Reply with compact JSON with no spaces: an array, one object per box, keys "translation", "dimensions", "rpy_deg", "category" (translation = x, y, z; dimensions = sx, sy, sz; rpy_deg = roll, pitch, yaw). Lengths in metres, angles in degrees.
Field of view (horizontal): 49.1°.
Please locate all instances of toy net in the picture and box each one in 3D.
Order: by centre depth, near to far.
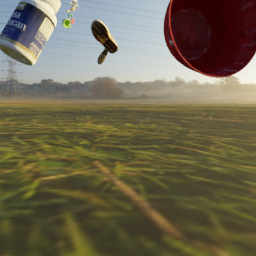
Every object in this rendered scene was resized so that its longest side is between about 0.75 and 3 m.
[{"translation":[-2.231,-4.561,11.246],"dimensions":[0.227,1.175,0.616],"rpy_deg":[36,12,28],"category":"toy net"}]

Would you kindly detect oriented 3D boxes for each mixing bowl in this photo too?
[{"translation":[2.035,-2.734,7.710],"dimensions":[2.796,2.796,1.514],"rpy_deg":[-2,5,-19],"category":"mixing bowl"}]

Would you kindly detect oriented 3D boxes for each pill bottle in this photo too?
[{"translation":[-3.105,-3.303,9.009],"dimensions":[1.276,2.297,1.276],"rpy_deg":[24,-10,5],"category":"pill bottle"}]

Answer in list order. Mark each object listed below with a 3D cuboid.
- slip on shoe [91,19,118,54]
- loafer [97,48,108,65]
[{"translation":[-0.714,-2.768,8.380],"dimensions":[0.481,0.383,1.266],"rpy_deg":[-32,-38,15],"category":"slip on shoe"},{"translation":[-1.075,-3.103,12.022],"dimensions":[0.312,0.819,0.276],"rpy_deg":[27,12,-8],"category":"loafer"}]
